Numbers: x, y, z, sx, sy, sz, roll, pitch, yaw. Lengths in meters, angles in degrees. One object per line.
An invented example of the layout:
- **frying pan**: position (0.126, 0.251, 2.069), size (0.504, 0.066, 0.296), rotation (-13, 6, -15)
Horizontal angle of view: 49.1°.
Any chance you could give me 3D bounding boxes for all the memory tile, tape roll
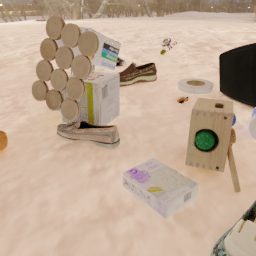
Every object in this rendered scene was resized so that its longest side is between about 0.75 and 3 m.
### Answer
- **memory tile**: position (-2.054, -1.863, 8.835), size (2.186, 2.852, 0.239), rotation (29, 22, 23)
- **tape roll**: position (3.438, -2.139, 14.274), size (1.813, 0.331, 1.813), rotation (0, 26, 0)

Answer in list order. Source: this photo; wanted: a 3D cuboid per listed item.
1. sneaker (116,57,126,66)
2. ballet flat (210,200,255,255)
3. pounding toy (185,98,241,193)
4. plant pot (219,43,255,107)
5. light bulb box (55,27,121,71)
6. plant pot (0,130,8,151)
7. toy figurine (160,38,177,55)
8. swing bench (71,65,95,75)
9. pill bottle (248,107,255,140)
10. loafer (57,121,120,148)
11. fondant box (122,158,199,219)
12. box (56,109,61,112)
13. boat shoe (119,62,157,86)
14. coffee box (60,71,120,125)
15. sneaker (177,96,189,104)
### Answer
- **sneaker**: position (-0.804, -4.468, 18.831), size (0.734, 0.481, 1.270), rotation (-24, 36, -35)
- **ballet flat**: position (2.403, 1.967, 5.323), size (1.022, 1.022, 2.754), rotation (22, 34, 37)
- **pounding toy**: position (2.467, 0.355, 7.787), size (1.476, 1.911, 2.076), rotation (9, 19, 17)
- **plant pot**: position (5.752, -2.602, 12.892), size (2.752, 2.745, 2.441), rotation (-18, 20, -32)
- **light bulb box**: position (-2.504, -4.890, 17.124), size (2.904, 1.812, 2.878), rotation (21, 9, 35)
- **plant pot**: position (-4.158, 0.398, 8.693), size (0.860, 0.860, 0.602), rotation (22, 18, 37)
- **toy figurine**: position (1.473, -3.235, 10.838), size (0.762, 0.456, 0.402), rotation (-36, -5, 20)
- **swing bench**: position (-2.665, -3.324, 16.288), size (1.079, 0.700, 1.073), rotation (20, 32, 28)
- **pill bottle**: position (4.852, -0.305, 9.764), size (1.045, 1.045, 1.866), rotation (13, 30, 24)
- **loafer**: position (-1.348, 0.044, 9.385), size (2.377, 0.747, 0.855), rotation (11, 29, 21)
- **fondant box**: position (0.770, 1.421, 6.951), size (1.131, 0.456, 1.567), rotation (-21, 32, -36)
- **box**: position (-2.679, -1.099, 11.934), size (1.025, 0.538, 0.942), rotation (20, 33, 34)
- **boat shoe**: position (0.190, -3.034, 15.180), size (3.022, 1.118, 1.116), rotation (-14, 30, -26)
- **coffee box**: position (-1.402, -1.121, 10.518), size (1.681, 1.700, 1.697), rotation (9, 24, 22)
- **sneaker**: position (2.392, -1.270, 12.642), size (0.763, 0.289, 0.351), rotation (-15, 22, -43)
